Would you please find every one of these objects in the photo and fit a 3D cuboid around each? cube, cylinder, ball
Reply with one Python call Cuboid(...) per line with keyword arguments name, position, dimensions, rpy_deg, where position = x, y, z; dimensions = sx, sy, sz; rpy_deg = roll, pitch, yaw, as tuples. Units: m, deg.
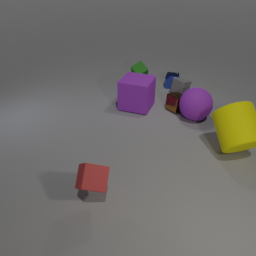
Cuboid(name="cube", position=(2.665, -2.109, 14.154), dimensions=(0.700, 0.700, 0.700), rpy_deg=(30, 29, 34))
Cuboid(name="cylinder", position=(3.733, 0.001, 9.534), dimensions=(1.400, 1.400, 1.400), rpy_deg=(-7, 72, -11))
Cuboid(name="cube", position=(-0.983, 1.363, 7.668), dimensions=(0.700, 0.700, 0.700), rpy_deg=(13, -13, -21))
Cuboid(name="ball", position=(2.886, -1.015, 11.883), dimensions=(1.400, 1.400, 1.400), rpy_deg=(0, 32, 0))
Cuboid(name="cube", position=(0.408, -1.615, 12.833), dimensions=(1.400, 1.400, 1.400), rpy_deg=(11, 33, 17))
Cuboid(name="cube", position=(2.380, -2.535, 14.997), dimensions=(0.700, 0.700, 0.700), rpy_deg=(9, 33, 14))
Cuboid(name="cube", position=(2.208, -1.182, 12.759), dimensions=(0.700, 0.700, 0.700), rpy_deg=(-15, 34, -35))
Cuboid(name="cube", position=(0.646, -3.150, 15.568), dimensions=(0.700, 0.700, 0.700), rpy_deg=(-34, 73, -8))
